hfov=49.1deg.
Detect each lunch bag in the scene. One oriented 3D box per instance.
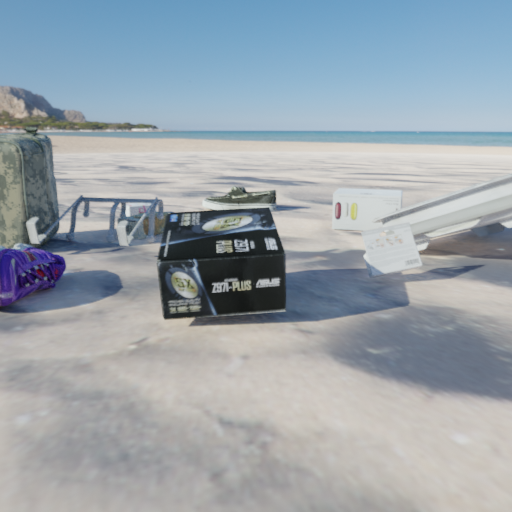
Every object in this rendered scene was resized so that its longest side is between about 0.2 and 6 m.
[{"bbox_3d":[-4.889,-1.335,11.446,1.663,2.387,2.002,5,18,9],"label":"lunch bag"}]

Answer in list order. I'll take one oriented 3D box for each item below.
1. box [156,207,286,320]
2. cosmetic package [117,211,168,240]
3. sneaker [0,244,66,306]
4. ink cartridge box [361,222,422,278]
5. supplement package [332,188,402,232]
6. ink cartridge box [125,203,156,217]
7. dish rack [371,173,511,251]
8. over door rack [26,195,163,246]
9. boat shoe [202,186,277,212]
[{"bbox_3d":[-0.471,0.026,7.603,1.557,0.819,1.902,-3,23,-3],"label":"box"},{"bbox_3d":[-2.515,-0.714,12.843,0.655,0.442,1.244,7,15,28],"label":"cosmetic package"},{"bbox_3d":[-3.332,0.218,8.245,0.860,0.832,2.062,5,13,-4],"label":"sneaker"},{"bbox_3d":[2.125,-0.091,8.907,0.842,0.742,0.188,-11,-13,-7],"label":"ink cartridge box"},{"bbox_3d":[2.710,-1.124,13.590,1.585,0.879,1.235,3,14,15],"label":"supplement package"},{"bbox_3d":[-3.211,-1.266,15.395,0.785,0.332,0.567,-6,15,-31],"label":"ink cartridge box"},{"bbox_3d":[4.718,-0.922,10.831,4.171,0.908,3.579,-10,-4,-39],"label":"dish rack"},{"bbox_3d":[-3.171,-0.605,11.536,1.956,0.882,2.647,1,18,6],"label":"over door rack"},{"bbox_3d":[-0.484,-1.684,16.354,2.188,0.697,0.774,2,13,6],"label":"boat shoe"}]
